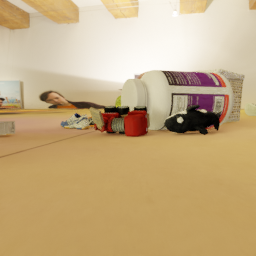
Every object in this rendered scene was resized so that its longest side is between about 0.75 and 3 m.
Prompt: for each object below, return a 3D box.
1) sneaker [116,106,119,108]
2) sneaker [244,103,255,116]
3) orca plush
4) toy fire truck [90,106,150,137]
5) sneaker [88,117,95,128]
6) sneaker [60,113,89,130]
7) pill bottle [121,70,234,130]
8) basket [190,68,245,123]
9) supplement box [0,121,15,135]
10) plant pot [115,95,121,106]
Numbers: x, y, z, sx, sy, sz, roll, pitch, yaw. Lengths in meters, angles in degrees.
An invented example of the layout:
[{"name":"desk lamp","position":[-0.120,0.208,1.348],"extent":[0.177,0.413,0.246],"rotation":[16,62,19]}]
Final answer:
[{"name":"sneaker","position":[0.382,-0.731,12.264],"extent":[2.288,0.852,0.968],"rotation":[4,6,41]},{"name":"sneaker","position":[8.097,-1.099,17.295],"extent":[0.908,0.806,2.149],"rotation":[-2,15,-10]},{"name":"orca plush","position":[1.750,-0.007,6.915],"extent":[1.796,0.638,0.945],"rotation":[7,-46,-40]},{"name":"toy fire truck","position":[-0.247,-0.167,6.407],"extent":[1.223,0.894,1.390],"rotation":[3,17,20]},{"name":"sneaker","position":[-0.969,-0.258,8.930],"extent":[1.251,0.483,0.490],"rotation":[-1,7,4]},{"name":"sneaker","position":[-1.599,-0.218,8.460],"extent":[1.087,0.479,0.409],"rotation":[2,6,32]},{"name":"pill bottle","position":[1.388,-0.802,8.098],"extent":[2.996,1.684,1.684],"rotation":[-2,5,-22]},{"name":"basket","position":[3.073,-1.257,11.471],"extent":[2.499,2.028,2.522],"rotation":[5,6,44]},{"name":"supplement box","position":[-3.047,0.007,6.414],"extent":[0.837,0.308,0.527],"rotation":[-1,-1,-26]},{"name":"plant pot","position":[0.381,-1.220,13.998],"extent":[1.886,1.886,1.816],"rotation":[-5,-5,-45]}]
